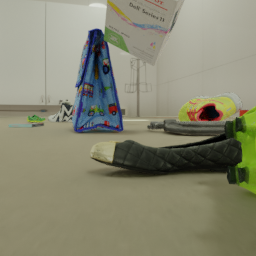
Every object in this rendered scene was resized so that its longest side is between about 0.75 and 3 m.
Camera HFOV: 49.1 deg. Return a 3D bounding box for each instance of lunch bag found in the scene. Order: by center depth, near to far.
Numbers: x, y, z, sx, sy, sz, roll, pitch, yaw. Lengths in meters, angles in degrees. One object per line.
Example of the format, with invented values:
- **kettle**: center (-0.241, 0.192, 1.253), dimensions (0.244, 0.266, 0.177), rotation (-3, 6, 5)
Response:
- **lunch bag**: center (-0.777, -1.140, 6.734), dimensions (1.126, 2.394, 1.802), rotation (-1, 2, -12)

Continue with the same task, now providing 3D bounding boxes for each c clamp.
- **c clamp**: center (1.760, -0.076, 6.148), dimensions (2.622, 0.355, 2.240), rotation (0, 3, 2)

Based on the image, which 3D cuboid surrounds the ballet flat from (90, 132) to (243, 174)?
- **ballet flat**: center (0.330, 0.135, 1.970), dimensions (1.187, 0.337, 0.394), rotation (0, 3, -9)

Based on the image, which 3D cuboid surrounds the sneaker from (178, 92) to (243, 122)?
- **sneaker**: center (2.701, -0.578, 10.276), dimensions (1.217, 1.053, 2.694), rotation (-34, 9, -33)

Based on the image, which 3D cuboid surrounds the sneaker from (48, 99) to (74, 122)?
- **sneaker**: center (-3.224, -0.845, 13.944), dimensions (1.732, 1.127, 0.691), rotation (1, 2, 31)

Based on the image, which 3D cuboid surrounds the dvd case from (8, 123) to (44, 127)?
- **dvd case**: center (-3.269, -0.097, 9.089), dimensions (0.754, 0.114, 1.032), rotation (0, 2, 4)

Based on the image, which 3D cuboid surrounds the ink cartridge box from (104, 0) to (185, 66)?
- **ink cartridge box**: center (0.296, -2.189, 4.893), dimensions (1.226, 0.705, 2.093), rotation (28, -25, 5)

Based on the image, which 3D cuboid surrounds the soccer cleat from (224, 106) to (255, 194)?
- **soccer cleat**: center (0.733, 0.077, 0.711), dimensions (0.714, 0.594, 1.761), rotation (-2, 0, 10)

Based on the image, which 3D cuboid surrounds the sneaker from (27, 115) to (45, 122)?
- **sneaker**: center (-4.523, -0.472, 13.876), dimensions (0.930, 0.389, 0.345), rotation (-2, 2, -43)

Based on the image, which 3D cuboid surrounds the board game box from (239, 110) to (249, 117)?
- **board game box**: center (5.445, -0.338, 9.319), dimensions (2.752, 0.555, 2.105), rotation (2, 4, 40)
